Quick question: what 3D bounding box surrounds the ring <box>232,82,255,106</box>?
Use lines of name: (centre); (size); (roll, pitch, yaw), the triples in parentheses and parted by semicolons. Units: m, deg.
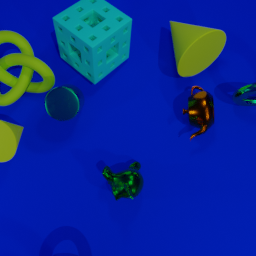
ring: (3.392, -0.873, 7.163); (1.389, 1.389, 0.278); (-3, 76, -1)

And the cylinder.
cylinder: (-1.612, -0.671, 7.236); (0.861, 0.861, 0.861); (0, 104, -1)

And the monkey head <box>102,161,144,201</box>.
monkey head: (-0.097, 1.239, 6.799); (0.817, 1.355, 0.975); (-29, 109, 23)

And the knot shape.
knot shape: (-2.981, -1.612, 7.281); (1.911, 0.883, 1.788); (-15, 108, 3)

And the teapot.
teapot: (1.825, -0.403, 7.272); (0.801, 1.017, 1.636); (-3, 64, 15)

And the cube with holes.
cube with holes: (-0.887, -2.309, 7.300); (1.351, 1.351, 1.351); (39, 66, 16)

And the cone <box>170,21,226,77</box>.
cone: (1.537, -2.421, 7.500); (1.481, 1.481, 1.487); (-30, 64, -7)

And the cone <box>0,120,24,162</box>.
cone: (-2.949, 0.140, 7.028); (1.091, 1.095, 1.091); (4, 108, 14)
